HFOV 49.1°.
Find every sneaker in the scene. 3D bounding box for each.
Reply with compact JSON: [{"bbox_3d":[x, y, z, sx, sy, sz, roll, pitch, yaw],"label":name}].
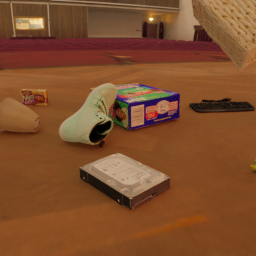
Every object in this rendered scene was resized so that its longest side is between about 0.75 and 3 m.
[{"bbox_3d":[-0.772,-0.416,8.824,1.541,0.962,2.613,12,51,38],"label":"sneaker"}]

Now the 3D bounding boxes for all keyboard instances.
[{"bbox_3d":[4.106,-1.061,12.589,2.704,0.278,1.718,-2,19,-7],"label":"keyboard"}]

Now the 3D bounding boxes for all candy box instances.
[{"bbox_3d":[-4.327,-1.424,12.951,1.190,0.694,0.336,3,20,8],"label":"candy box"},{"bbox_3d":[0.221,-0.982,11.073,2.404,1.095,2.844,-14,22,-32],"label":"candy box"}]

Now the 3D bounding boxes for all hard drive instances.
[{"bbox_3d":[-0.106,1.110,6.325,1.236,0.335,1.769,-17,27,-39],"label":"hard drive"}]

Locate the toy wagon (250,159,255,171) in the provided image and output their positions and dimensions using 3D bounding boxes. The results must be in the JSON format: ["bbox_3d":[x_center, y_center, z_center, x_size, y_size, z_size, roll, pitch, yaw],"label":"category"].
[{"bbox_3d":[3.459,0.973,6.929,0.931,0.184,0.722,-4,20,-10],"label":"toy wagon"}]

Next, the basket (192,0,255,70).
[{"bbox_3d":[1.902,-1.925,4.783,0.978,1.586,1.075,-37,-14,10],"label":"basket"}]

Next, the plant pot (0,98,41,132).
[{"bbox_3d":[-3.620,-0.315,9.458,1.204,1.128,1.128,17,22,6],"label":"plant pot"}]
